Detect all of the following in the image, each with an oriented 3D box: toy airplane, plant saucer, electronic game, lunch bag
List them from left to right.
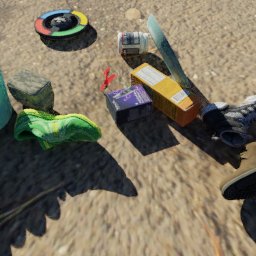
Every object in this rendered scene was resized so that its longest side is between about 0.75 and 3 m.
[{"bbox_3d":[-2.989,-1.068,8.762,1.297,1.088,0.904,23,52,17],"label":"lunch bag"},{"bbox_3d":[-2.878,-4.540,12.172,2.366,0.492,2.366,0,49,0],"label":"electronic game"},{"bbox_3d":[-0.701,-1.660,9.321,0.165,0.899,0.899,23,42,-28],"label":"toy airplane"},{"bbox_3d":[1.272,-2.423,9.168,0.365,2.661,2.661,-29,50,12],"label":"plant saucer"}]

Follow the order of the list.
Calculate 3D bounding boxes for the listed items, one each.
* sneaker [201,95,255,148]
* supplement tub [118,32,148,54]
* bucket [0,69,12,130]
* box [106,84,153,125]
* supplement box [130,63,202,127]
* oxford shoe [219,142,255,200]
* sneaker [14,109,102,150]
[{"bbox_3d":[3.406,-0.143,8.121,2.357,0.889,1.341,-7,50,1],"label":"sneaker"},{"bbox_3d":[0.187,-3.297,10.879,1.147,0.805,0.805,-2,49,-2],"label":"supplement tub"},{"bbox_3d":[-4.744,-0.884,8.250,2.477,1.612,2.477,0,48,0],"label":"bucket"},{"bbox_3d":[0.023,-0.734,8.756,1.226,0.640,0.907,-17,52,-15],"label":"box"},{"bbox_3d":[1.134,-1.114,8.987,0.832,0.805,2.419,-34,56,-22],"label":"supplement box"},{"bbox_3d":[3.181,0.992,7.186,2.611,0.949,1.102,-23,40,-25],"label":"oxford shoe"},{"bbox_3d":[-1.978,0.174,7.893,2.601,0.963,1.087,6,59,12],"label":"sneaker"}]
